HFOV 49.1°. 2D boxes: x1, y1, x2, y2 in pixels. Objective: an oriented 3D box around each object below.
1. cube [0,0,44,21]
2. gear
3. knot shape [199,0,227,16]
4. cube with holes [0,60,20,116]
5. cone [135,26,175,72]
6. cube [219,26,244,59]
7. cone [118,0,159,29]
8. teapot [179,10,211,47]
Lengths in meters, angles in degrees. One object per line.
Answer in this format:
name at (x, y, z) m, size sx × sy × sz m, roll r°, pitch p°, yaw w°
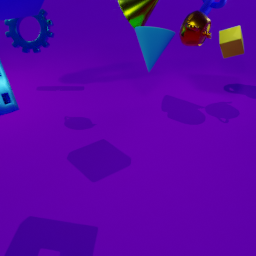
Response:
cube at (-2.576, -3.163, 6.082) m, size 1.134 × 1.134 × 1.134 m, roll -23°, pitch 6°, yaw -29°
gear at (-3.627, -3.655, 10.337) m, size 1.730 × 1.730 × 0.320 m, roll 1°, pitch 14°, yaw 1°
knot shape at (2.932, -4.561, 9.940) m, size 0.642 × 1.301 × 1.390 m, roll 10°, pitch 42°, yaw -15°
cube with holes at (-2.780, -0.606, 4.101) m, size 1.358 × 1.358 × 1.358 m, roll -15°, pitch 10°, yaw 17°
cone at (0.739, -2.345, 8.615) m, size 1.242 × 1.246 × 1.242 m, roll 8°, pitch 11°, yaw -1°
cube at (3.840, -3.170, 10.377) m, size 0.747 × 0.747 × 0.747 m, roll -8°, pitch 52°, yaw 28°
cone at (0.588, -3.956, 8.824) m, size 1.321 × 1.317 × 1.317 m, roll -27°, pitch 24°, yaw 25°
teapot at (2.187, -3.033, 8.757) m, size 0.863 × 1.096 × 1.763 m, roll 31°, pitch 21°, yaw 21°
